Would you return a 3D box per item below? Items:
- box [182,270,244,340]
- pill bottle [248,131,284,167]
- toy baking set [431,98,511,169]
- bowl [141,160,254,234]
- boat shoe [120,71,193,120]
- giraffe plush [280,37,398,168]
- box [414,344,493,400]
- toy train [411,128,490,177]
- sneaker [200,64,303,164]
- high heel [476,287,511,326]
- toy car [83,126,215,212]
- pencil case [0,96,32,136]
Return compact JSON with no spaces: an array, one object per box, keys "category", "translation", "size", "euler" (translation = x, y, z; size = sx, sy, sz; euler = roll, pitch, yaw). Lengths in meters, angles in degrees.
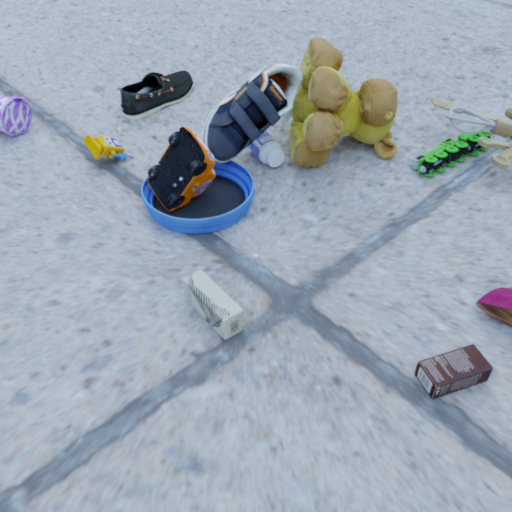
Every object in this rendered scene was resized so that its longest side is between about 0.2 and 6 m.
[{"category":"box","translation":[-0.616,0.686,7.991],"size":[0.360,0.432,1.051],"euler":[-28,48,-27]},{"category":"pill bottle","translation":[0.202,-2.119,11.075],"size":[0.490,0.490,0.875],"euler":[-19,46,-20]},{"category":"toy baking set","translation":[4.987,-2.433,11.041],"size":[2.346,0.356,3.056],"euler":[-10,49,-31]},{"category":"bowl","translation":[-1.027,-1.109,10.017],"size":[1.993,0.391,1.993],"euler":[0,41,0]},{"category":"boat shoe","translation":[-2.230,-3.850,12.893],"size":[0.790,0.677,2.159],"euler":[26,47,27]},{"category":"giraffe plush","translation":[1.825,-2.819,11.040],"size":[2.174,2.313,2.680],"euler":[4,5,-11]},{"category":"box","translation":[2.525,1.480,7.188],"size":[0.861,0.323,0.431],"euler":[-14,44,-13]},{"category":"toy train","translation":[3.863,-2.081,11.115],"size":[2.015,0.420,0.568],"euler":[-26,38,-26]},{"category":"sneaker","translation":[-0.061,-2.691,10.257],"size":[0.952,0.940,2.396],"euler":[8,57,55]},{"category":"high heel","translation":[3.803,1.047,7.530],"size":[0.841,0.590,1.750],"euler":[-16,36,-13]},{"category":"toy car","translation":[-1.816,-1.994,10.292],"size":[2.987,1.465,0.994],"euler":[37,27,29]},{"category":"pencil case","translation":[-5.760,-3.222,12.012],"size":[2.011,0.860,0.844],"euler":[23,14,19]}]
